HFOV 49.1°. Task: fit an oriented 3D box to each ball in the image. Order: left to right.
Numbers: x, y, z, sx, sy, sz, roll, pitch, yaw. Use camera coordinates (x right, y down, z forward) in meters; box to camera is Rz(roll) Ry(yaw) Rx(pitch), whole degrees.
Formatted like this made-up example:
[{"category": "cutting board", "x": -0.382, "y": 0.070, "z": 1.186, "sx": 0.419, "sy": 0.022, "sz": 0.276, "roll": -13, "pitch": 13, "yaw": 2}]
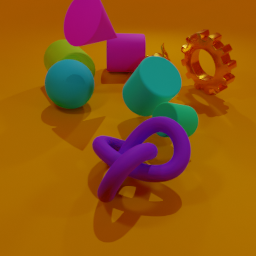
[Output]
[{"category": "ball", "x": -1.659, "y": -1.244, "z": 8.017, "sx": 1.393, "sy": 1.393, "sz": 1.393, "roll": 0, "pitch": 33, "yaw": 0}]

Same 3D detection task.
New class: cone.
[{"category": "cone", "x": -0.705, "y": -2.539, "z": 7.174, "sx": 1.317, "sy": 1.317, "sz": 1.322, "roll": 29, "pitch": 13, "yaw": 37}]

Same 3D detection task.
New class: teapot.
[{"category": "teapot", "x": 0.894, "y": -2.083, "z": 9.290, "sx": 1.067, "sy": 1.715, "sz": 0.840, "roll": -36, "pitch": 85, "yaw": -37}]

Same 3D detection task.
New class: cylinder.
[{"category": "cylinder", "x": -1.934, "y": -2.049, "z": 9.200, "sx": 1.345, "sy": 1.345, "sz": 1.345, "roll": -17, "pitch": 39, "yaw": -24}, {"category": "cylinder", "x": -0.099, "y": -2.752, "z": 10.300, "sx": 1.360, "sy": 1.360, "sz": 1.360, "roll": 0, "pitch": 33, "yaw": -3}, {"category": "cylinder", "x": 0.574, "y": -1.020, "z": 7.044, "sx": 1.138, "sy": 1.138, "sz": 1.138, "roll": 9, "pitch": 65, "yaw": -20}, {"category": "cylinder", "x": 1.038, "y": -0.160, "z": 6.200, "sx": 0.752, "sy": 0.752, "sz": 0.752, "roll": 4, "pitch": 23, "yaw": -43}]

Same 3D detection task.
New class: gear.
[{"category": "gear", "x": 2.424, "y": -1.999, "z": 8.630, "sx": 0.358, "sy": 1.933, "sz": 1.933, "roll": -28, "pitch": 42, "yaw": -21}]

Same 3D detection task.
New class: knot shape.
[{"category": "knot shape", "x": 0.046, "y": 0.622, "z": 5.299, "sx": 2.013, "sy": 0.930, "sz": 1.883, "roll": -6, "pitch": 27, "yaw": 37}]
